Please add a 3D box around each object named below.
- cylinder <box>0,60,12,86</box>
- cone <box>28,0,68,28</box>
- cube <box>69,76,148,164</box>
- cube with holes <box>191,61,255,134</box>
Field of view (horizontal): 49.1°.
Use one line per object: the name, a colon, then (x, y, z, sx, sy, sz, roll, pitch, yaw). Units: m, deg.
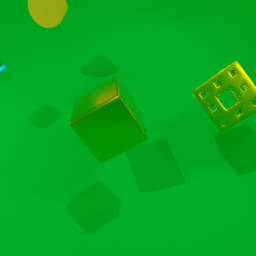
cylinder: (-3.604, -1.412, 7.395, 0.729, 0.729, 0.729, 32, 64, 21)
cone: (-2.164, -3.756, 8.632, 1.252, 1.252, 1.257, 17, 24, 12)
cube: (-0.402, -0.193, 6.027, 1.166, 1.166, 1.166, -29, 27, 12)
cube with holes: (2.251, -0.652, 6.326, 1.094, 1.094, 1.094, -36, 82, 16)
